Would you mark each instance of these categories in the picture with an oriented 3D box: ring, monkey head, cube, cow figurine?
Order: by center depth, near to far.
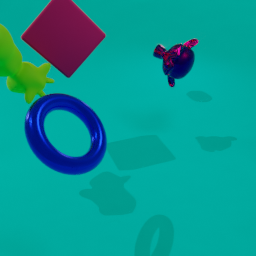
[{"bbox_3d":[-0.845,0.063,4.005,1.272,0.254,1.272,24,48,-31],"label":"ring"},{"bbox_3d":[-2.009,-1.119,4.675,1.572,1.598,0.877,27,75,-13],"label":"cow figurine"},{"bbox_3d":[-1.366,-1.950,5.906,1.173,1.173,1.173,-48,25,4],"label":"cube"},{"bbox_3d":[1.096,-1.631,6.664,0.769,1.276,0.918,5,29,-47],"label":"monkey head"}]
